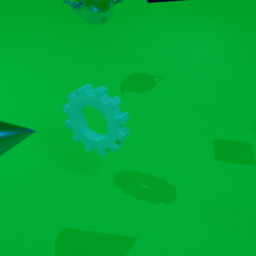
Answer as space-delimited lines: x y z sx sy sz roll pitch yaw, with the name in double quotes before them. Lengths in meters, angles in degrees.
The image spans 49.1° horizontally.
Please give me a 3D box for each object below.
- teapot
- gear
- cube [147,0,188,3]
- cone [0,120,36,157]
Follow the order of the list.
"teapot" -0.875 -3.246 7.239 1.670 0.818 1.039 -15 92 -17
"gear" -0.596 -0.135 5.192 1.317 1.317 0.244 24 35 19
"cube" 0.652 -2.491 4.432 0.703 0.703 0.703 1 47 11
"cone" -1.895 0.157 3.588 1.378 1.372 1.372 -10 50 -17
